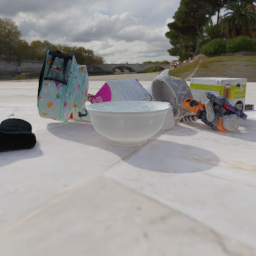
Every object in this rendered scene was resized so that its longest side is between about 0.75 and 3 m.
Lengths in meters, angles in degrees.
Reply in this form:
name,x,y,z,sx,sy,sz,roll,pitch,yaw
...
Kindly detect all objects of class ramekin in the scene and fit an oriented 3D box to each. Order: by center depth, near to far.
name,x,y,z,sx,sy,sz,roll,pitch,yaw
ramekin,0.968,-0.561,11.469,1.931,0.899,1.931,-1,13,0

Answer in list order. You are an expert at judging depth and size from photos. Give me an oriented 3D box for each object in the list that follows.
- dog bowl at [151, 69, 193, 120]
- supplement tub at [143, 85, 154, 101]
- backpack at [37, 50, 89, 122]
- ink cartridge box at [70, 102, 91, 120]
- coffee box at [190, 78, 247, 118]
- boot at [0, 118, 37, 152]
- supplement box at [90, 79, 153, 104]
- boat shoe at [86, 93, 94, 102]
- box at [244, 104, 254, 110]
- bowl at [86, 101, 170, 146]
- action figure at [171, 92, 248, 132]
name,x,y,z,sx,sy,sz,roll,pitch,yaw
dog bowl,1.891,-1.423,12.535,0.686,2.340,2.340,-28,22,-19
supplement tub,1.340,-1.524,14.557,1.477,1.477,2.045,9,14,37
backpack,-2.715,-1.542,11.743,2.027,2.645,2.325,18,-10,-3
ink cartridge box,-1.953,-0.834,13.230,2.034,0.684,1.181,6,14,24
coffee box,4.151,-1.400,13.103,1.855,1.837,1.857,-8,15,-32
boot,-3.788,0.167,8.430,1.904,0.727,1.600,1,14,-28
supplement box,-0.236,-1.261,12.579,1.361,1.333,2.634,50,29,10
boat shoe,-2.093,-1.329,14.740,0.989,0.966,2.615,-9,18,-40
box,6.230,-1.209,15.940,1.502,0.283,1.026,-6,14,-26
bowl,-0.003,-0.149,8.918,2.614,1.175,2.614,0,13,0
action figure,3.432,-0.474,11.188,2.845,1.488,2.752,20,7,-33
